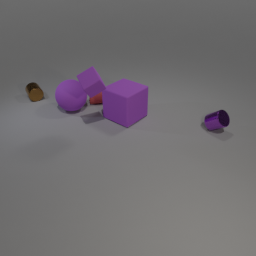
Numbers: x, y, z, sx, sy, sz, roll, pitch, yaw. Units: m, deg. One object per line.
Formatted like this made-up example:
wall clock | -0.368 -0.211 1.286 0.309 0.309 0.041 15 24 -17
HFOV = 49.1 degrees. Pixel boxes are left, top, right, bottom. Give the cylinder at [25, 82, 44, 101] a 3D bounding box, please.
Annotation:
cylinder | -4.521 -1.750 13.537 0.700 0.700 0.700 -17 41 -25

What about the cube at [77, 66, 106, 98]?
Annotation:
cube | -1.319 -1.660 10.176 0.700 0.700 0.700 -30 65 4

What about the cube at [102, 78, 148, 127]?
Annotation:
cube | -0.111 -1.100 11.872 1.400 1.400 1.400 24 40 33

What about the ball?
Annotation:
ball | -2.522 -1.452 12.457 1.400 1.400 1.400 0 32 0

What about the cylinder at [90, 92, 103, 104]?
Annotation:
cylinder | -1.464 -1.510 13.194 0.700 0.700 0.700 -4 33 -8

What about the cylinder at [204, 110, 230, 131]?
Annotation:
cylinder | 3.515 -0.302 11.067 0.700 0.700 0.700 -26 2 -35
